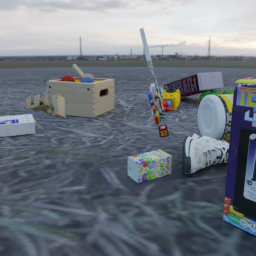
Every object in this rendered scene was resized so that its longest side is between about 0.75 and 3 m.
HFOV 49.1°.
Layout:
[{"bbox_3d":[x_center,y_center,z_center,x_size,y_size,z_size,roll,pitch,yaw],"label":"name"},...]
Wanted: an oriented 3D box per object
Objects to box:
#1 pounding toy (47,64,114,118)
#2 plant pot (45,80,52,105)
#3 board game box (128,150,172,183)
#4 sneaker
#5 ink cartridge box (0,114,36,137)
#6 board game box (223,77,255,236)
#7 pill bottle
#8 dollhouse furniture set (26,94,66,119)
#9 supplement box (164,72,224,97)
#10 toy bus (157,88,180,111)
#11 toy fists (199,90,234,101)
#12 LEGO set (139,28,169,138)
[{"bbox_3d":[-2.139,-1.852,13.067,2.630,2.031,2.857,7,17,21],"label":"pounding toy"},{"bbox_3d":[-3.560,-1.703,13.875,1.239,1.323,1.239,0,15,0],"label":"plant pot"},{"bbox_3d":[0.487,0.838,6.246,0.890,0.467,0.459,-10,19,-30],"label":"board game box"},{"bbox_3d":[1.972,0.574,6.638,1.168,0.766,2.030,4,14,22],"label":"sneaker"},{"bbox_3d":[-4.574,-0.037,9.405,2.745,0.509,1.300,-4,16,-22],"label":"ink cartridge box"},{"bbox_3d":[2.705,0.629,3.523,0.796,2.321,2.808,-14,22,-40],"label":"board game box"},{"bbox_3d":[3.649,-0.350,8.717,2.597,1.445,1.445,-4,16,-11],"label":"pill bottle"},{"bbox_3d":[-2.403,-0.559,8.354,0.973,0.646,0.853,-11,-17,18],"label":"dollhouse furniture set"},{"bbox_3d":[3.511,-2.291,15.340,1.613,0.902,2.964,-9,0,-30],"label":"supplement box"},{"bbox_3d":[1.719,-1.233,13.285,1.354,0.919,1.300,3,31,18],"label":"toy bus"},{"bbox_3d":[4.783,-1.504,14.187,2.299,0.790,1.172,-2,15,-4],"label":"toy fists"},{"bbox_3d":[0.559,-1.034,7.423,0.644,2.622,1.959,-14,0,7],"label":"LEGO set"}]
